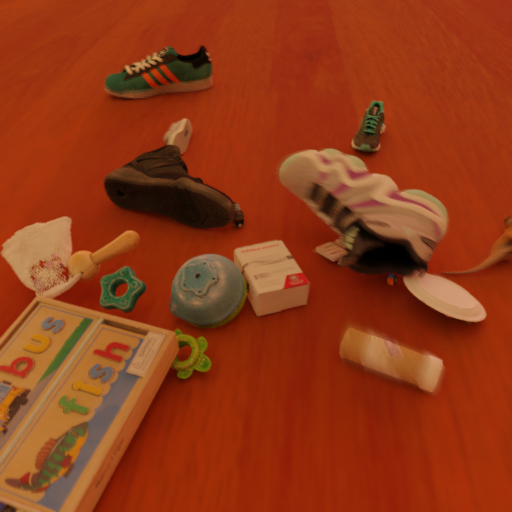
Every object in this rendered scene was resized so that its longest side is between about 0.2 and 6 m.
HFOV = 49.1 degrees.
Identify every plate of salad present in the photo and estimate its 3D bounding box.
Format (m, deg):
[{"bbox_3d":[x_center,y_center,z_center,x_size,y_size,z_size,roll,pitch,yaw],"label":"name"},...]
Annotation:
[{"bbox_3d":[3.221,0.743,9.687,1.491,0.358,1.491,16,25,-8],"label":"plate of salad"}]

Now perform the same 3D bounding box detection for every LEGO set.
[{"bbox_3d":[2.237,0.093,10.733,1.370,0.450,1.833,-21,32,-26],"label":"LEGO set"}]

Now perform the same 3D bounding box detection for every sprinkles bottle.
[{"bbox_3d":[2.056,1.584,8.627,1.488,0.508,0.508,18,42,22],"label":"sprinkles bottle"}]

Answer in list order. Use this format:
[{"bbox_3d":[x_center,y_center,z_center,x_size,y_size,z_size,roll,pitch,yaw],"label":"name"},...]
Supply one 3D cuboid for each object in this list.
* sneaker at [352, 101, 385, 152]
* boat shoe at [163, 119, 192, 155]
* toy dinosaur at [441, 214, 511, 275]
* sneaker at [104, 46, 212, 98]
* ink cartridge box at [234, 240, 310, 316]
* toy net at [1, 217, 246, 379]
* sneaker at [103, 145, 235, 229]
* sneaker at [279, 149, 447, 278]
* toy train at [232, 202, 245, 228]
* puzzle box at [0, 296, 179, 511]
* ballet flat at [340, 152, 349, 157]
[{"bbox_3d":[2.976,-3.424,14.658,0.770,0.905,1.984,10,40,12],"label":"sneaker"},{"bbox_3d":[-2.100,-3.048,14.579,0.551,0.540,1.547,-11,36,19],"label":"boat shoe"},{"bbox_3d":[4.761,-0.094,10.745,2.352,0.710,1.249,-36,9,-34],"label":"toy dinosaur"},{"bbox_3d":[-3.028,-5.772,17.269,3.377,1.349,1.205,-12,40,-15],"label":"sneaker"},{"bbox_3d":[0.245,0.372,10.107,0.970,0.557,1.335,-11,39,-16],"label":"ink cartridge box"},{"bbox_3d":[-2.470,0.651,9.623,4.394,0.849,2.305,12,70,16],"label":"toy net"},{"bbox_3d":[-1.608,-1.596,12.116,3.066,1.172,1.756,14,47,26],"label":"sneaker"},{"bbox_3d":[1.656,-0.630,9.989,3.289,1.279,2.301,21,46,13],"label":"sneaker"},{"bbox_3d":[-0.401,-0.876,11.865,0.268,0.359,0.629,-7,39,-11],"label":"toy train"},{"bbox_3d":[-2.960,2.253,7.477,2.520,0.482,3.788,11,46,16],"label":"puzzle box"},{"bbox_3d":[1.927,-1.649,12.102,0.952,1.057,2.807,-46,48,12],"label":"ballet flat"}]
